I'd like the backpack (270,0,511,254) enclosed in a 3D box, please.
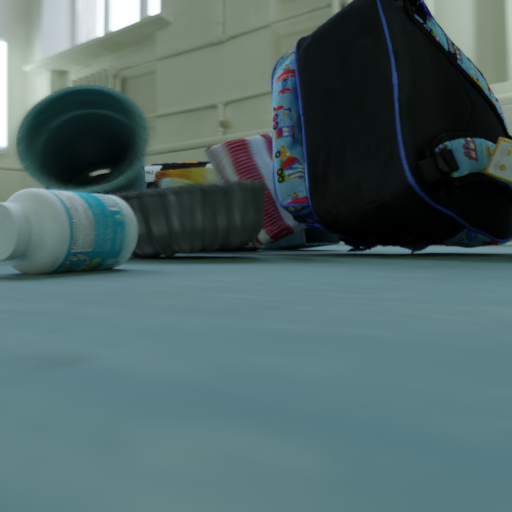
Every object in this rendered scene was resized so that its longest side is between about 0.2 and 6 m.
[{"bbox_3d":[2.679,-1.876,9.784,2.930,3.976,4.355,-21,-26,40],"label":"backpack"}]

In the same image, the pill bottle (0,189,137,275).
[{"bbox_3d":[-1.623,-0.197,4.647,0.689,0.689,1.243,1,2,28],"label":"pill bottle"}]

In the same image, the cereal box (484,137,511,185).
[{"bbox_3d":[4.915,-0.782,7.554,3.038,0.600,2.186,29,19,34],"label":"cereal box"}]

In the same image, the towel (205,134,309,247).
[{"bbox_3d":[0.458,-1.331,10.082,2.657,1.914,0.302,-22,-5,-45],"label":"towel"}]

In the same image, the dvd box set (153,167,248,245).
[{"bbox_3d":[-0.919,-0.909,10.344,2.101,1.537,0.309,-1,-20,13],"label":"dvd box set"}]

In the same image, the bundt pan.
[{"bbox_3d":[-0.962,-0.469,7.893,2.341,0.879,2.341,-6,2,0],"label":"bundt pan"}]

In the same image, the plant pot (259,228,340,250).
[{"bbox_3d":[0.717,-0.730,12.805,1.838,1.298,1.299,-13,-8,42],"label":"plant pot"}]

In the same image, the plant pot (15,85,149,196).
[{"bbox_3d":[-2.596,-1.382,9.081,1.926,1.926,1.887,0,-24,-3],"label":"plant pot"}]

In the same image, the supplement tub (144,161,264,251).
[{"bbox_3d":[-1.329,-1.042,11.828,3.085,1.890,1.890,1,2,17],"label":"supplement tub"}]
